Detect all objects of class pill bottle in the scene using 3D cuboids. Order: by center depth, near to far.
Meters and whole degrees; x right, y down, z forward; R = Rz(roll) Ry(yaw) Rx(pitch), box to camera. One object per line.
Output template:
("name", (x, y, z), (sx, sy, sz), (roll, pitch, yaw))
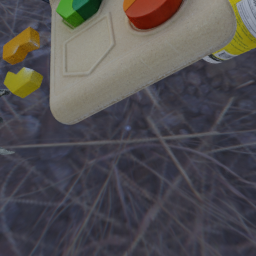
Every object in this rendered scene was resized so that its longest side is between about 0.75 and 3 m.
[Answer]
("pill bottle", (2.551, -2.386, 5.604), (1.423, 2.532, 1.423), (8, 75, -34))

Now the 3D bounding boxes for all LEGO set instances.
("LEGO set", (-2.158, -0.103, 3.667), (0.579, 2.043, 1.327), (-22, 95, 8))

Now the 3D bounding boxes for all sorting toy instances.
("sorting toy", (-0.483, -1.073, 2.962), (2.658, 0.356, 1.981), (-25, 59, 23))

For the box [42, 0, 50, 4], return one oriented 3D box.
("box", (-1.611, -2.958, 4.963), (2.179, 1.167, 1.618), (27, 16, 5))
